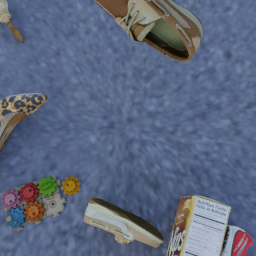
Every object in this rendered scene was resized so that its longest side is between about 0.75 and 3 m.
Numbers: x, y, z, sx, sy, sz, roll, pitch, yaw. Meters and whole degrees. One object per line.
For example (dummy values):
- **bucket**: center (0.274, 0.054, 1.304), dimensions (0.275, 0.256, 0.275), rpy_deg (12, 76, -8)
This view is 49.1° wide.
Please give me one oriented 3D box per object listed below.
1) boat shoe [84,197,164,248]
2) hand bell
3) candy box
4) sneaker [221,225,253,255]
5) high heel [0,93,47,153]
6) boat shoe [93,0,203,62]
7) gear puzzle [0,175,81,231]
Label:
- **boat shoe**: center (-0.125, 2.373, 6.708), dimensions (1.978, 0.732, 0.657), rpy_deg (26, 90, 8)
- **hand bell**: center (-3.468, -3.037, 8.208), dimensions (0.649, 0.649, 1.247), rpy_deg (-35, 90, -8)
- **candy box**: center (1.278, 2.932, 6.018), dimensions (0.799, 1.650, 2.829), rpy_deg (18, 76, 5)
- **sneaker**: center (2.347, 3.352, 6.367), dimensions (0.901, 0.817, 2.123), rpy_deg (21, 77, 0)
- **high heel**: center (-2.987, 0.207, 7.084), dimensions (2.478, 0.885, 1.766), rpy_deg (-21, 73, 8)
- **boat shoe**: center (0.297, -1.879, 4.685), dimensions (2.263, 0.856, 0.836), rpy_deg (25, 56, -14)
- **gear puzzle**: center (-2.142, 1.777, 7.024), dimensions (2.040, 0.267, 1.057), rpy_deg (-19, 76, -5)
